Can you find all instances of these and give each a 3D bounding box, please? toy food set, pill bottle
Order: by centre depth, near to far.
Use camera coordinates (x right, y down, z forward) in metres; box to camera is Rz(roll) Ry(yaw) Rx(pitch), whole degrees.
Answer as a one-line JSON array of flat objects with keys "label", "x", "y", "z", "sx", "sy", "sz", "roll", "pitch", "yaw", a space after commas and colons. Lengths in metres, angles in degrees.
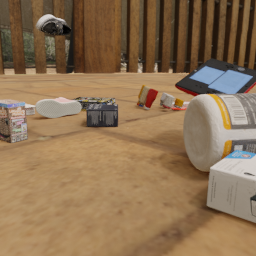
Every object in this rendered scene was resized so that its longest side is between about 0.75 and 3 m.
[{"label": "pill bottle", "x": 2.806, "y": 0.053, "z": 6.144, "sx": 2.849, "sy": 1.658, "sz": 1.658, "roll": -2, "pitch": 14, "yaw": -10}, {"label": "toy food set", "x": 1.369, "y": -1.229, "z": 13.369, "sx": 2.383, "sy": 1.072, "sz": 1.138, "roll": 27, "pitch": 13, "yaw": 27}]

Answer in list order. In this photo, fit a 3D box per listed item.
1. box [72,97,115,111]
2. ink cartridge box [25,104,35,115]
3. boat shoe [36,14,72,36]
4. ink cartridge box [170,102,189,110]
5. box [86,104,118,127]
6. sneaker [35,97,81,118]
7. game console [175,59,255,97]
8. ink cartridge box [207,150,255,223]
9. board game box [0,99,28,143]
[{"label": "box", "x": -1.724, "y": -1.172, "z": 13.543, "sx": 1.960, "sy": 0.484, "sz": 1.565, "roll": 3, "pitch": 16, "yaw": 11}, {"label": "ink cartridge box", "x": -4.512, "y": -0.784, "z": 12.091, "sx": 1.182, "sy": 0.401, "sz": 0.681, "roll": 12, "pitch": 18, "yaw": 40}, {"label": "boat shoe", "x": -2.004, "y": -2.773, "z": 7.805, "sx": 0.470, "sy": 0.496, "sz": 1.418, "roll": 37, "pitch": 19, "yaw": 2}, {"label": "ink cartridge box", "x": 2.653, "y": -1.081, "z": 13.627, "sx": 1.183, "sy": 0.258, "sz": 1.027, "roll": -1, "pitch": 13, "yaw": -5}, {"label": "box", "x": -0.917, "y": -0.482, "z": 10.357, "sx": 1.128, "sy": 0.645, "sz": 1.239, "roll": 0, "pitch": 14, "yaw": -2}, {"label": "sneaker", "x": -3.074, "y": -0.884, "z": 11.804, "sx": 2.006, "sy": 0.755, "sz": 1.049, "roll": -5, "pitch": 16, "yaw": -41}, {"label": "game console", "x": 2.448, "y": -1.278, "z": 7.539, "sx": 1.659, "sy": 0.291, "sz": 1.876, "roll": 32, "pitch": 52, "yaw": 32}, {"label": "ink cartridge box", "x": 2.286, "y": 0.967, "z": 4.349, "sx": 1.696, "sy": 0.728, "sz": 1.242, "roll": 9, "pitch": 17, "yaw": 38}, {"label": "board game box", "x": -3.494, "y": -0.231, "z": 8.306, "sx": 0.914, "sy": 1.146, "sz": 0.555, "roll": 10, "pitch": 17, "yaw": 38}]
